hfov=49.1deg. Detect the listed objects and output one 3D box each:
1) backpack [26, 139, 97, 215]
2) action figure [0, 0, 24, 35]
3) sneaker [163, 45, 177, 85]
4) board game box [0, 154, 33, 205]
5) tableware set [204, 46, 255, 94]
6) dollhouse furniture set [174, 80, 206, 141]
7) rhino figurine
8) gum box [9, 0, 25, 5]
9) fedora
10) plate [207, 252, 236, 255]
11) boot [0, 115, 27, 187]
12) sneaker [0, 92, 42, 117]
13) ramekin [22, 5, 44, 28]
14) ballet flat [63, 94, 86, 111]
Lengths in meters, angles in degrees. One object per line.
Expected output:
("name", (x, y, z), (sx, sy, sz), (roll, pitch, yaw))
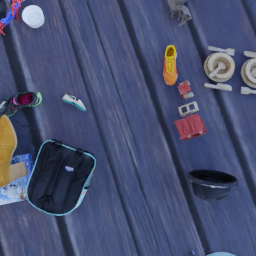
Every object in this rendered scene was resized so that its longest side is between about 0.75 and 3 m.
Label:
("backpack", (-2.125, 1.625, 8.958), (1.876, 1.636, 2.134), (20, 77, -2))
("action figure", (-4.227, -4.156, 10.222), (0.411, 0.521, 1.592), (29, 91, -3))
("sneaker", (1.465, -2.230, 9.957), (0.527, 0.557, 1.444), (-4, 79, 17))
("board game box", (-3.998, 1.772, 9.607), (1.522, 0.332, 1.529), (-12, 83, -1))
("tableware set", (3.945, -2.088, 9.870), (2.454, 0.492, 1.622), (8, 80, -2))
("dollhouse furniture set", (1.913, -0.633, 9.445), (0.811, 1.073, 1.994), (-20, 76, 18))
("rhino figurine", (2.005, -4.897, 10.242), (1.094, 0.748, 2.502), (7, 85, 6))
("gum box", (-3.976, -5.568, 10.510), (1.628, 0.363, 1.384), (-30, 84, -4))
("fedora", (2.710, 1.905, 9.118), (1.665, 1.665, 0.760), (4, 100, 1))
("plate", (3.143, 5.320, 9.162), (2.335, 0.298, 2.335), (0, 81, -1))
("boot", (-4.453, 0.782, 9.096), (1.721, 0.846, 2.404), (-16, 73, -28))
("sneaker", (-3.920, -0.908, 9.743), (1.740, 0.729, 0.668), (-24, 83, -3))
("ramekin", (-3.465, -4.079, 10.326), (0.752, 0.367, 0.752), (0, 83, 0))
("ballet flat", (-1.870, -0.930, 9.977), (0.947, 0.329, 0.329), (26, 84, 3))
